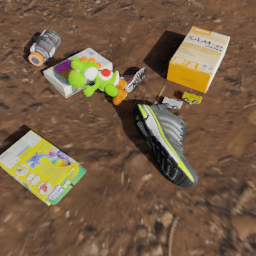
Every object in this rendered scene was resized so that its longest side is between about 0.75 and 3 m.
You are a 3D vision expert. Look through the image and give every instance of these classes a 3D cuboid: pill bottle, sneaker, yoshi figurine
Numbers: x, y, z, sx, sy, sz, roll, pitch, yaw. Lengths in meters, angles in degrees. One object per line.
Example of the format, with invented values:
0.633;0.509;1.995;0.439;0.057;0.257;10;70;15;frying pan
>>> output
-3.149;-2.969;10.473;0.772;0.772;1.453;12;53;9;pill bottle
1.207;0.294;7.857;1.197;1.093;2.959;-17;56;-16;sneaker
-1.059;-1.456;8.835;1.121;1.995;1.117;15;79;59;yoshi figurine
0.093;-1.825;9.817;0.716;0.469;1.239;29;59;23;sneaker

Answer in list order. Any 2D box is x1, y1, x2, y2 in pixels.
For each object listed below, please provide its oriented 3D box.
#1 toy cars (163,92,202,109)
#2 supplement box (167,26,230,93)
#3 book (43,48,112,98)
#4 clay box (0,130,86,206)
1.777;-0.858;9.202;1.295;0.287;0.581;-15;54;-7;toy cars
2.543;-2.520;10.063;1.493;0.871;2.368;22;56;15;supplement box
-1.781;-2.081;10.018;2.055;0.494;1.373;-35;58;-24;book
-2.289;1.093;7.548;2.201;0.524;1.265;31;59;21;clay box
